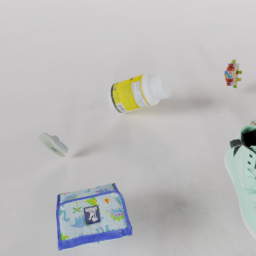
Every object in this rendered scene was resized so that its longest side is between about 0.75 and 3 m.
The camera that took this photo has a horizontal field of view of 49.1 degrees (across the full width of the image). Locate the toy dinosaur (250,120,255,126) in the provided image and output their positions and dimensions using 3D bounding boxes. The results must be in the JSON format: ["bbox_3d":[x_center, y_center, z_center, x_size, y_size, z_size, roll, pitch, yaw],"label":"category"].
[{"bbox_3d":[3.847,0.629,6.356,0.816,1.418,2.804,35,27,-27],"label":"toy dinosaur"}]

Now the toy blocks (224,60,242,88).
[{"bbox_3d":[3.376,-1.756,9.173,0.470,0.940,0.643,13,19,41],"label":"toy blocks"}]

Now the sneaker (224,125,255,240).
[{"bbox_3d":[2.521,1.109,5.106,0.901,1.444,2.448,-16,55,-2],"label":"sneaker"}]

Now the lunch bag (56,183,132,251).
[{"bbox_3d":[-0.629,1.573,4.886,1.176,0.882,1.384,-10,12,-10],"label":"lunch bag"}]

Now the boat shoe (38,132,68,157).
[{"bbox_3d":[-1.813,0.355,6.860,0.303,0.869,0.309,-20,35,34],"label":"boat shoe"}]

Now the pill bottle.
[{"bbox_3d":[0.332,-1.040,8.200,1.688,0.949,0.949,-12,30,27],"label":"pill bottle"}]
